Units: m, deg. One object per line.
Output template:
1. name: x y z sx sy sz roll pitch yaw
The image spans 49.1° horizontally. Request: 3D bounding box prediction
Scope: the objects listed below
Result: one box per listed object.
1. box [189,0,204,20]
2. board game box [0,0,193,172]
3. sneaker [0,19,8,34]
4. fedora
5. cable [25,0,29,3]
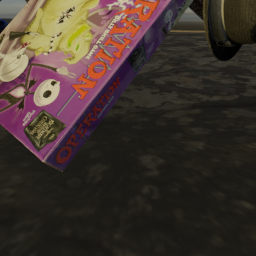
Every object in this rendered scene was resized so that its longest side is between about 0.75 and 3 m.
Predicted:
1. box: 1.966 -3.249 6.962 1.598 0.800 0.599 31 2 -25
2. board game box: -0.405 -1.074 2.848 1.580 2.633 0.425 33 -9 25
3. sneaker: -3.453 -2.432 7.386 1.874 0.657 0.730 36 31 26
4. fedora: 2.845 -2.838 6.278 1.357 2.970 2.970 17 29 34
5. cable: -2.481 -3.674 8.114 2.233 2.736 0.695 39 51 25
